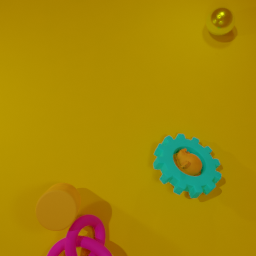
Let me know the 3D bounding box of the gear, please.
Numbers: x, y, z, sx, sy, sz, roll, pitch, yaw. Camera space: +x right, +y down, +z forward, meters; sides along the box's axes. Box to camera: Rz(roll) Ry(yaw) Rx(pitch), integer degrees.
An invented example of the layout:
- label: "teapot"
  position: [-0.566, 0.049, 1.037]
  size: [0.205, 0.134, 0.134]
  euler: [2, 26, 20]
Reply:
- label: "gear"
  position: [1.687, 1.028, 7.985]
  size: [1.916, 0.354, 1.916]
  euler: [10, 48, -11]

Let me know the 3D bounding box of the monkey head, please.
- label: "monkey head"
  position: [1.626, 1.105, 8.020]
  size: [0.919, 1.277, 0.770]
  euler: [-40, 52, 10]

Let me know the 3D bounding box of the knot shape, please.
- label: "knot shape"
  position: [-1.168, 3.217, 7.489]
  size: [1.874, 0.866, 1.754]
  euler: [12, 74, -3]

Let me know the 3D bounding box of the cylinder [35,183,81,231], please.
- label: "cylinder"
  position: [-1.760, 1.994, 7.222]
  size: [0.999, 0.999, 0.999]
  euler: [0, 89, -4]

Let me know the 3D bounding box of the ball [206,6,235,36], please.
- label: "ball"
  position: [3.137, -3.622, 9.513]
  size: [0.938, 0.938, 0.938]
  euler: [0, 74, 0]
